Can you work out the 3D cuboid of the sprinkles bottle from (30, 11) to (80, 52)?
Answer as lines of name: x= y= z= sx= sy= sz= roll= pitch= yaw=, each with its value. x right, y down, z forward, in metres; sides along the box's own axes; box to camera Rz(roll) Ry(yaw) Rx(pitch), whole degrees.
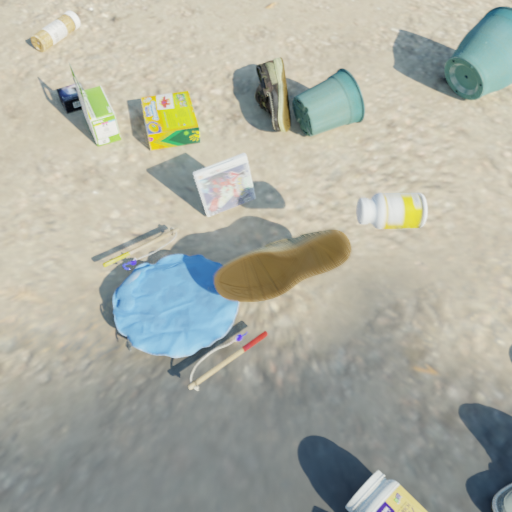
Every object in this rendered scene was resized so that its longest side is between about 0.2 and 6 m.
sprinkles bottle: x=-5.799 y=-6.508 z=16.221 sx=0.527 sy=0.527 sz=1.544 roll=25 pitch=57 yaw=18

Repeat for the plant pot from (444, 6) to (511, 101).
plant pot: x=5.929 y=-5.010 z=14.374 sx=1.800 sy=1.916 sz=1.916 roll=-40 pitch=61 yaw=-10

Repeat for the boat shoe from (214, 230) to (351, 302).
boat shoe: x=0.455 y=0.150 z=10.343 sx=2.554 sy=0.830 sz=0.921 roll=-21 pitch=99 yaw=-3

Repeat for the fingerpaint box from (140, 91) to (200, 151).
fingerpaint box: x=-2.117 y=-3.334 z=13.781 sx=1.239 sy=0.545 sz=1.485 roll=-11 pitch=53 yaw=-10

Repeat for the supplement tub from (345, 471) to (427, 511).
supplement tub: x=1.990 y=3.833 z=8.089 sx=0.884 sy=0.884 sz=1.216 roll=-37 pitch=62 yaw=-25

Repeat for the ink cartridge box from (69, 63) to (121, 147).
ink cartridge box: x=-3.819 y=-3.647 z=13.318 sx=0.629 sy=1.660 sz=1.227 roll=-20 pitch=55 yaw=-15

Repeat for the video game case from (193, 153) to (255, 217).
video game case: x=-0.641 y=-1.461 z=11.738 sx=1.147 sy=1.258 sz=0.145 roll=-22 pitch=51 yaw=-7

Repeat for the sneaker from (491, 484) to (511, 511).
sneaker: x=4.616 y=3.463 z=8.118 sx=2.122 sy=1.281 sz=0.887 roll=-8 pitch=53 yaw=-6

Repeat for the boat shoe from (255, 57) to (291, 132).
boat shoe: x=0.391 y=-4.020 z=14.171 sx=0.836 sy=0.944 sz=2.580 roll=-8 pitch=49 yaw=8

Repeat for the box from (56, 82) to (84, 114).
box: x=-4.721 y=-4.083 z=14.456 sx=0.645 sy=0.397 sz=0.640 roll=-23 pitch=55 yaw=-17

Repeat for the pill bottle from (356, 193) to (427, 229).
pill bottle: x=2.220 y=-0.742 z=9.230 sx=1.052 sy=0.590 sz=0.590 roll=-1 pitch=53 yaw=-5

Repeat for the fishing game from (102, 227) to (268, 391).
fishing game: x=-1.492 y=0.948 z=10.515 sx=2.385 sy=0.518 sz=3.331 roll=-33 pitch=59 yaw=-24

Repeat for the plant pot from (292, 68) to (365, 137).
plant pot: x=1.701 y=-3.627 z=13.591 sx=1.360 sy=1.388 sz=1.388 roll=-26 pitch=57 yaw=-10
